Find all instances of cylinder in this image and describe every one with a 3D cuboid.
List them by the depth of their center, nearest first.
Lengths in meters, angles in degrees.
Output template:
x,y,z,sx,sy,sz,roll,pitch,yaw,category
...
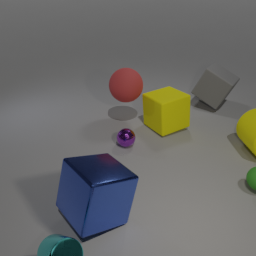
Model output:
x,y,z,sx,sy,sz,roll,pitch,yaw,category
-1.350,2.510,5.567,0.700,0.700,0.700,-26,5,-38,cylinder
4.735,0.202,9.769,1.400,1.400,1.400,-2,27,-4,cylinder

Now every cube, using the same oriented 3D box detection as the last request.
x,y,z,sx,sy,sz,roll,pitch,yaw,category
-0.806,1.600,7.066,1.400,1.400,1.400,-2,23,-41,cube
1.553,-0.724,11.417,1.400,1.400,1.400,-18,31,-24,cube
4.085,-1.979,13.065,1.400,1.400,1.400,38,38,14,cube

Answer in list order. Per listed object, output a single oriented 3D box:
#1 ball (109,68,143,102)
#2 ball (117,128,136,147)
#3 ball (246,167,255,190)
x,y,z,sx,sy,sz,roll,pitch,yaw,category
-0.081,-1.745,11.437,1.400,1.400,1.400,0,29,0,ball
-0.071,0.357,10.378,0.700,0.700,0.700,0,29,0,ball
3.772,1.451,8.036,0.700,0.700,0.700,0,29,0,ball
